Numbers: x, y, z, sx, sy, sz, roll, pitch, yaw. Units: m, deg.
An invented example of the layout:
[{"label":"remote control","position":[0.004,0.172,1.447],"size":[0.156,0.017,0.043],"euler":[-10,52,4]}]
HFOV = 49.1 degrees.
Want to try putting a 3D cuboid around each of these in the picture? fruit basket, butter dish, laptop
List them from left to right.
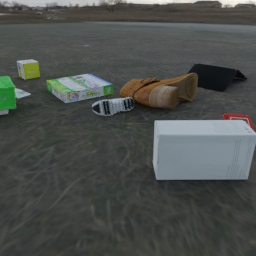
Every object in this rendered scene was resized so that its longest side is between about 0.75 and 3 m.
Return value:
[{"label":"fruit basket","position":[-4.923,-1.140,9.380],"size":[2.522,1.182,2.336],"euler":[15,21,41]},{"label":"laptop","position":[3.964,-2.185,12.808],"size":[2.086,1.216,2.354],"euler":[21,7,37]},{"label":"butter dish","position":[2.788,0.111,7.343],"size":[0.846,0.627,0.849],"euler":[3,64,-15]}]

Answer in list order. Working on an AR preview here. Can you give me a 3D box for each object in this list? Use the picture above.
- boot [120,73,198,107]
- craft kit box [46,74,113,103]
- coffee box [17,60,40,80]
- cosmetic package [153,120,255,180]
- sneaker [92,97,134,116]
[{"label":"boot","position":[1.231,-1.533,10.417],"size":[2.148,1.023,2.776],"euler":[13,25,35]},{"label":"craft kit box","position":[-1.972,-1.650,11.278],"size":[2.023,0.497,2.048],"euler":[-12,27,-30]},{"label":"coffee box","position":[-4.738,-2.802,13.366],"size":[0.758,0.759,0.751],"euler":[-19,31,-36]},{"label":"cosmetic package","position":[1.541,0.457,5.960],"size":[1.975,1.114,0.801],"euler":[2,25,0]},{"label":"sneaker","position":[-0.537,-0.729,9.312],"size":[1.438,0.540,0.583],"euler":[-9,14,-25]}]
